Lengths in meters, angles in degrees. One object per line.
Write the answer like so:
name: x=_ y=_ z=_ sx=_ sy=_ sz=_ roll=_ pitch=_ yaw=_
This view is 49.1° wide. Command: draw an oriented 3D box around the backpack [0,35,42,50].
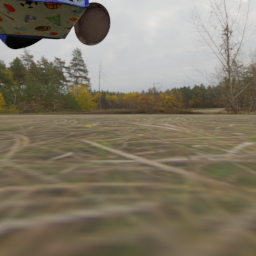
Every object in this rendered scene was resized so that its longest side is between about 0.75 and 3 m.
backpack: x=-2.654 y=-3.124 z=7.249 sx=2.061 sy=1.730 sz=1.675 roll=-41 pitch=5 yaw=-12

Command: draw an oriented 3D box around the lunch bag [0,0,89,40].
lunch bag: x=-2.147 y=-2.604 z=5.279 sx=2.303 sy=1.426 sz=1.958 roll=-8 pitch=-1 yaw=-24

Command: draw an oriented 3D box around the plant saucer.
plant saucer: x=-0.933 y=-2.768 z=7.517 sx=1.129 sy=1.129 sz=0.195 roll=1 pitch=6 yaw=22
